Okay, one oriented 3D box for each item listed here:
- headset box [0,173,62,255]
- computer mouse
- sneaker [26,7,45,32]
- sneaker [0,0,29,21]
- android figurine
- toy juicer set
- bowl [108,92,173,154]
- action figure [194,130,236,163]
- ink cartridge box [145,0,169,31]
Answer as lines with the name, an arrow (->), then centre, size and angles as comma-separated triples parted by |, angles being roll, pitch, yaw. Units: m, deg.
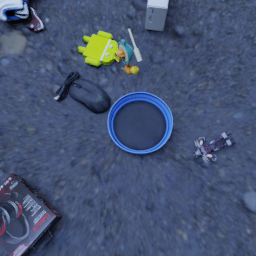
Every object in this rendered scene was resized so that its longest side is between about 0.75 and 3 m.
headset box -> -2.625, 2.213, 6.877 | 1.780, 0.668, 1.323 | 40, 75, 12
computer mouse -> -1.268, -1.011, 8.119 | 1.637, 0.431, 1.133 | 28, 72, 9
sneaker -> -3.101, -3.459, 9.024 | 0.516, 0.338, 0.894 | -31, 75, -7
sneaker -> -3.285, -4.282, 9.010 | 2.337, 0.942, 1.711 | -29, 76, -10
android figurine -> -0.857, -2.440, 8.705 | 1.340, 0.275, 1.220 | 20, 72, 9
toy juicer set -> -0.014, -1.359, 5.443 | 0.289, 1.063, 0.676 | -26, 87, -14
bowl -> 0.336, -0.126, 7.856 | 1.812, 0.356, 1.812 | 0, 71, 0
action figure -> 2.323, 0.509, 7.632 | 1.186, 0.411, 0.772 | -24, 80, -4
ink cartridge box -> 0.948, -3.994, 8.803 | 0.629, 1.079, 1.493 | 8, 71, 3
